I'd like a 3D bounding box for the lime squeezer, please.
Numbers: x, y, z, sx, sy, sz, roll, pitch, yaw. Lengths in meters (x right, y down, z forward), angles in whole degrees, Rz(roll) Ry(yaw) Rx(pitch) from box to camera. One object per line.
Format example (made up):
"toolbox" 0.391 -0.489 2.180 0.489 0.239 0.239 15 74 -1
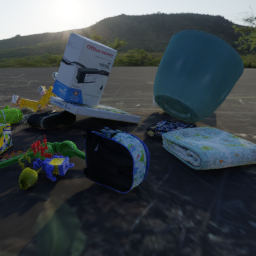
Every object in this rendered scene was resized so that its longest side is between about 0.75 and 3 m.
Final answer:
"lime squeezer" -1.837 0.722 6.939 2.606 0.492 0.920 0 46 -5

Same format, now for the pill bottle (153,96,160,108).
"pill bottle" 2.137 -1.220 12.540 1.894 1.030 1.030 8 18 28

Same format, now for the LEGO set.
"LEGO set" -3.981 -1.361 13.115 2.954 1.359 1.100 -24 -10 19

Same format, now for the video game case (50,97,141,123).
"video game case" -1.302 -0.701 10.863 2.750 0.303 2.507 8 8 -35

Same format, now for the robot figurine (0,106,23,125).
"robot figurine" -4.498 -0.429 10.533 0.987 0.571 0.866 -10 49 -35

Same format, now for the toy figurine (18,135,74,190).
"toy figurine" -1.630 0.747 6.060 0.891 0.784 1.487 6 17 3

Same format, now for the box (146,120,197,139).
"box" 1.445 0.071 9.230 1.275 0.319 1.285 9 18 30

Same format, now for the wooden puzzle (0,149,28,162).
"wooden puzzle" -2.948 0.725 7.340 0.531 0.063 0.896 10 19 33

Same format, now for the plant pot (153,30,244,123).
"plant pot" 2.321 -1.656 10.343 2.975 2.388 2.975 29 -13 7

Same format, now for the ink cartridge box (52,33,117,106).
"ink cartridge box" -1.545 -2.037 10.068 0.935 2.219 1.605 32 18 37

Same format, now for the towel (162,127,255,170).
"towel" 2.128 0.466 7.410 1.884 0.530 2.201 -6 17 -18

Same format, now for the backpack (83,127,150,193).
"backpack" -0.173 0.615 5.701 1.276 1.167 0.937 18 23 36

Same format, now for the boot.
"boot" -2.847 -0.343 10.226 1.260 0.602 1.669 5 14 31

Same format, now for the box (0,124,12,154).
"box" -3.726 0.438 7.169 0.640 0.698 1.992 1 15 2
